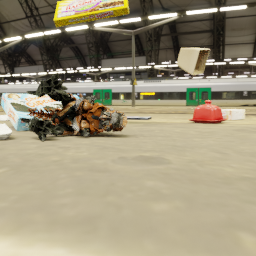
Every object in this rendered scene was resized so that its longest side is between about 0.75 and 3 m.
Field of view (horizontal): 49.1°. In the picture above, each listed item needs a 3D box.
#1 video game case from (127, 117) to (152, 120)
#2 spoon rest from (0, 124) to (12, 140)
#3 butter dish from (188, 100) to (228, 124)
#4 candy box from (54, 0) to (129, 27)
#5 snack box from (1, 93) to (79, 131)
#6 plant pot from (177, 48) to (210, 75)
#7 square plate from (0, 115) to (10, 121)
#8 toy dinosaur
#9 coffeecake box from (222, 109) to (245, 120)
[{"bbox_3d":[0.434,-0.487,13.940,1.340,0.127,0.957,0,5,15],"label":"video game case"},{"bbox_3d":[-2.980,0.078,6.528,0.549,0.335,1.104,-2,5,-19],"label":"spoon rest"},{"bbox_3d":[3.272,-0.672,11.459,1.261,0.932,1.257,5,8,43],"label":"butter dish"},{"bbox_3d":[-1.149,-3.812,8.873,2.318,0.306,1.185,-8,49,5],"label":"candy box"},{"bbox_3d":[-2.565,-0.574,9.260,2.673,0.496,1.553,-5,35,-40],"label":"snack box"},{"bbox_3d":[2.791,-3.008,12.236,0.974,1.099,1.100,28,29,31],"label":"plant pot"},{"bbox_3d":[-5.859,-0.511,13.731,1.509,0.215,1.494,3,5,27],"label":"square plate"},{"bbox_3d":[-1.490,-0.234,6.989,2.849,1.455,1.933,-18,-18,26],"label":"toy dinosaur"},{"bbox_3d":[4.891,-0.658,13.707,1.349,0.493,1.035,-4,6,-35],"label":"coffeecake box"}]
